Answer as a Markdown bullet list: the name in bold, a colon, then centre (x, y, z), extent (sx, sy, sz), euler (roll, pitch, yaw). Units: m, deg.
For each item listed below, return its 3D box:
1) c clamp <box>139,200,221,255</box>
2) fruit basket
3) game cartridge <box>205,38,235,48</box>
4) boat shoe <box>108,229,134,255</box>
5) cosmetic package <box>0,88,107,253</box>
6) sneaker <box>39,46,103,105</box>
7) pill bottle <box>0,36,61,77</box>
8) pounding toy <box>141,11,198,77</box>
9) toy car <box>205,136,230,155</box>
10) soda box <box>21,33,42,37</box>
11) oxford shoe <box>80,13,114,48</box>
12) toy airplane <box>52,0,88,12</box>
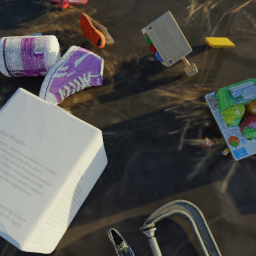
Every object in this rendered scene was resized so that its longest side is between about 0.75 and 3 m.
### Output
- **c clamp**: centre (1.170, 3.363, 7.041), extent (2.486, 0.394, 2.910), euler (-12, 65, -6)
- **fruit basket**: centre (3.704, -0.364, 8.551), extent (2.051, 1.038, 2.214), euler (-18, 68, -9)
- **game cartridge**: centre (3.329, -3.106, 10.199), extent (0.845, 0.137, 0.744), euler (-2, 38, -6)
- **boat shoe**: centre (-0.204, 3.040, 7.224), extent (0.355, 0.349, 0.985), euler (-37, 69, -17)
- **cosmetic package**: centre (-2.298, 1.129, 7.011), extent (2.406, 2.408, 2.919), euler (28, 67, 12)
- **sneaker**: centre (-1.704, -1.522, 9.167), extent (1.535, 0.976, 2.693), euler (23, 66, 8)
- **pill bottle**: centre (-3.540, -2.385, 9.386), extent (2.337, 1.312, 1.312), euler (-2, 64, -1)
- **pounding toy**: centre (1.390, -2.551, 9.423), extent (1.021, 1.960, 2.231), euler (-33, 104, 8)
- **toy car**: centre (2.656, 0.570, 8.466), extent (0.777, 0.381, 0.258), euler (38, 101, 24)
- **soda box**: centre (-3.726, -3.076, 10.231), extent (1.252, 0.397, 0.427), euler (-15, 65, -8)
- **oxford shoe**: centre (-1.221, -3.653, 10.498), extent (0.665, 0.652, 1.833), euler (-17, 62, -37)
- **toy airplane**: centre (-2.436, -5.356, 11.387), extent (1.918, 0.353, 1.918), euler (-2, 62, 4)
